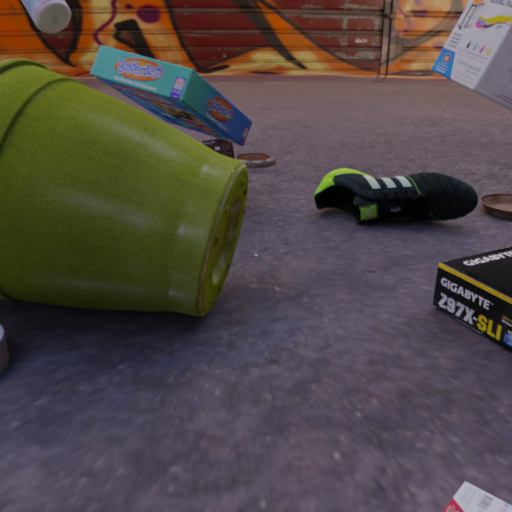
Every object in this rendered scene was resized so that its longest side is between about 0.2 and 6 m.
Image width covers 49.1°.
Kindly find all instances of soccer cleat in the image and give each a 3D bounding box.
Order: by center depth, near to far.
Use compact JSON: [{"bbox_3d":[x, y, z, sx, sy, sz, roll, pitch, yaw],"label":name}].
[{"bbox_3d":[2.837,-1.141,11.783,3.358,1.134,1.361,10,39,30],"label":"soccer cleat"}]

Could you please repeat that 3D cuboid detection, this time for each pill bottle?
[{"bbox_3d":[-3.207,-3.848,8.305,0.545,0.545,1.002,-20,69,-39],"label":"pill bottle"}]

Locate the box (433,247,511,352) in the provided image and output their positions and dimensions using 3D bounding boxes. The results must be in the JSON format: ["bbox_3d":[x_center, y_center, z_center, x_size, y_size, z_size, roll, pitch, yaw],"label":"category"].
[{"bbox_3d":[4.642,0.588,7.736,3.317,0.818,2.649,-10,26,-23],"label":"box"}]

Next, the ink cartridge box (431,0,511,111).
[{"bbox_3d":[3.028,-2.568,6.669,0.990,1.369,1.007,16,25,-24],"label":"ink cartridge box"}]

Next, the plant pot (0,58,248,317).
[{"bbox_3d":[-1.968,-0.637,8.008,3.347,3.476,3.476,16,24,5],"label":"plant pot"}]

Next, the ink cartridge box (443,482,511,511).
[{"bbox_3d":[1.875,2.218,4.434,0.726,0.301,0.529,19,29,39],"label":"ink cartridge box"}]

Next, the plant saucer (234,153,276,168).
[{"bbox_3d":[-0.087,-2.900,16.915,1.388,0.223,1.388,1,22,0],"label":"plant saucer"}]

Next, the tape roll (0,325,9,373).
[{"bbox_3d":[-3.649,1.199,6.785,1.174,0.388,1.174,0,23,0],"label":"tape roll"}]

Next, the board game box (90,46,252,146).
[{"bbox_3d":[-1.633,-3.248,11.639,2.208,0.653,2.903,22,3,21],"label":"board game box"}]

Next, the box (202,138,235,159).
[{"bbox_3d":[-1.099,-3.069,16.441,0.646,0.778,0.639,1,18,37],"label":"box"}]

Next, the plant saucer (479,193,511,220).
[{"bbox_3d":[5.717,-1.069,12.421,1.463,0.268,1.463,-1,23,0],"label":"plant saucer"}]
